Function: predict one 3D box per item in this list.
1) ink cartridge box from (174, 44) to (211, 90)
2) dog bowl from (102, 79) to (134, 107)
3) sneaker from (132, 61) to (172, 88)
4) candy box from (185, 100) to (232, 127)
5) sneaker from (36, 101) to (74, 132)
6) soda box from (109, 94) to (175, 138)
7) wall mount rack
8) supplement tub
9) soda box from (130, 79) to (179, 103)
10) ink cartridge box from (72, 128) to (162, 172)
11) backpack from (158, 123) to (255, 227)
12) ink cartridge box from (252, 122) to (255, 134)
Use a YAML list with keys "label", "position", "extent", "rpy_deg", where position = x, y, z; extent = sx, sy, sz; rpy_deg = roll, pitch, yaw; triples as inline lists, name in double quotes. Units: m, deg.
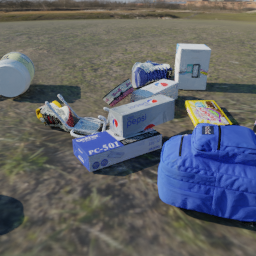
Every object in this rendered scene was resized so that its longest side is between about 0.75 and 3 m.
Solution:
- label: "ink cartridge box"
  position: [3.170, -3.084, 14.088]
  extent: [1.467, 2.009, 1.474]
  rpy_deg: [2, 27, 1]
- label: "dog bowl"
  position: [-0.346, -1.383, 11.274]
  extent: [1.374, 0.507, 1.374]
  rpy_deg: [-36, 3, 2]
- label: "sneaker"
  position: [1.400, -2.922, 14.739]
  extent: [1.647, 1.152, 2.852]
  rpy_deg: [11, 27, 24]
- label: "candy box"
  position: [3.047, -0.504, 10.832]
  extent: [1.262, 0.326, 2.469]
  rpy_deg: [-2, 27, 0]
- label: "sneaker"
  position: [-2.601, -0.315, 10.007]
  extent: [0.951, 0.901, 2.315]
  rpy_deg: [-22, 24, -29]
- label: "soda box"
  position: [0.491, -0.428, 8.968]
  extent: [2.215, 0.756, 0.703]
  rpy_deg: [-19, 30, -34]
- label: "wall mount rack"
  position: [-1.658, -0.430, 9.562]
  extent: [2.019, 0.866, 2.324]
  rpy_deg: [12, 16, 0]
- label: "supplement tub"
  position: [-5.458, -2.557, 13.372]
  extent: [1.705, 1.705, 2.351]
  rpy_deg: [-4, 27, -9]
- label: "soda box"
  position: [1.192, -1.398, 12.076]
  extent: [0.864, 0.807, 2.536]
  rpy_deg: [20, 32, 34]
- label: "ink cartridge box"
  position: [-0.296, 0.492, 8.577]
  extent: [2.503, 0.553, 1.177]
  rpy_deg: [-15, 29, -28]
- label: "backpack"
  position: [1.828, 0.860, 6.452]
  extent: [2.243, 1.882, 1.822]
  rpy_deg: [3, 19, 15]
- label: "ink cartridge box"
  position: [5.511, 0.396, 8.879]
  extent: [2.952, 0.547, 1.398]
  rpy_deg: [17, 31, 25]
